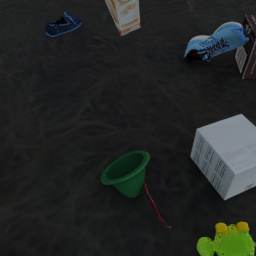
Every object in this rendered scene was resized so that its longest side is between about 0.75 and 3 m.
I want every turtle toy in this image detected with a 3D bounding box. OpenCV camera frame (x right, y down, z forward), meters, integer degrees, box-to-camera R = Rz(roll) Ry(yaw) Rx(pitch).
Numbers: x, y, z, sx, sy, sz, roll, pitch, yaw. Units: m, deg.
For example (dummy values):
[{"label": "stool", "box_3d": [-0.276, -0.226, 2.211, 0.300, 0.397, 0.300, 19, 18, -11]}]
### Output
[{"label": "turtle toy", "box_3d": [2.081, 2.498, 5.937, 1.219, 0.616, 0.888, -3, 62, 0]}]

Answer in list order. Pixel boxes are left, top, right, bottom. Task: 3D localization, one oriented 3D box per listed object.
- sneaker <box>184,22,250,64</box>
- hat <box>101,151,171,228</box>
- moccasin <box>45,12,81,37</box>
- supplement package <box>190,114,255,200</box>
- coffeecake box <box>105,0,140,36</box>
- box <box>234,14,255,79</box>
[{"label": "sneaker", "box_3d": [3.294, -3.026, 10.739, 2.795, 1.095, 1.257, -9, 41, 56]}, {"label": "hat", "box_3d": [0.217, 1.597, 7.169, 1.372, 1.458, 1.656, -22, 16, 19]}, {"label": "moccasin", "box_3d": [-3.045, -5.053, 13.491, 0.834, 0.707, 2.073, 27, 51, 25]}, {"label": "supplement package", "box_3d": [2.757, 0.717, 7.352, 1.512, 1.163, 1.581, -17, 47, -16]}, {"label": "coffeecake box", "box_3d": [-0.293, -4.216, 8.714, 0.778, 2.130, 1.635, -23, 77, 0]}, {"label": "box", "box_3d": [5.522, -3.068, 10.698, 2.229, 1.830, 1.849, 3, 45, 3]}]
